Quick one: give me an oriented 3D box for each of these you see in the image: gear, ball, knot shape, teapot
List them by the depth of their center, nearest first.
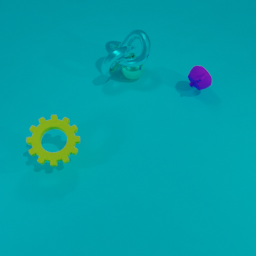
[{"bbox_3d":[-1.841,0.312,6.971,1.263,0.234,1.263,2,73,-8],"label":"gear"},{"bbox_3d":[2.236,-1.553,8.957,0.642,1.312,0.816,-39,94,4],"label":"teapot"},{"bbox_3d":[-0.033,-2.504,9.180,1.758,0.868,1.879,-12,39,32],"label":"knot shape"},{"bbox_3d":[0.154,-2.070,9.566,0.828,0.828,0.828,0,50,0],"label":"ball"}]
